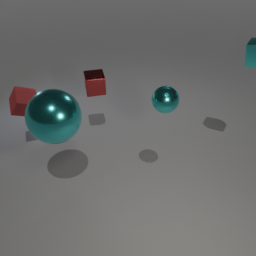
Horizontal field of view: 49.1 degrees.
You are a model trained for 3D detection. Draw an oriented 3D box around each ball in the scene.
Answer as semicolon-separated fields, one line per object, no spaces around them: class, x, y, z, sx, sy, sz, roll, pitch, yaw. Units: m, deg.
ball;-1.880;-0.292;7.110;1.400;1.400;1.400;0;32;0
ball;0.945;-0.720;7.089;0.700;0.700;0.700;0;32;0

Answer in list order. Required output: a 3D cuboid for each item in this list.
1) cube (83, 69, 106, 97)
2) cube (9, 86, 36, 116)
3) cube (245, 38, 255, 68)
cube;-1.195;-1.626;10.099;0.700;0.700;0.700;-8;42;-9
cube;-3.468;-0.865;9.279;0.700;0.700;0.700;4;55;-37
cube;3.940;-2.248;8.346;0.700;0.700;0.700;11;36;30
